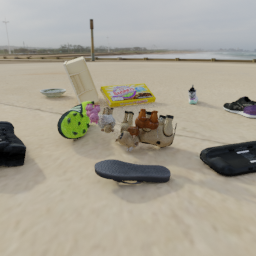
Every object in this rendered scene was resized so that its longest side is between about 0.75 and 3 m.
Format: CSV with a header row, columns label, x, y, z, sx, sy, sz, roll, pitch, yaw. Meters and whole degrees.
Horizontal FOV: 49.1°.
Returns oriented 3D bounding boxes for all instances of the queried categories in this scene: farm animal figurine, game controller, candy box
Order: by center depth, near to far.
label,x,y,z,sx,sy,sz,roll,pitch,yaw
game controller,3.179,0.800,7.613,2.370,0.499,1.236,-7,33,-19
farm animal figurine,0.003,0.070,8.786,2.561,1.288,2.068,8,-1,34
candy box,0.020,-1.822,15.165,2.781,0.367,1.421,-9,47,-29

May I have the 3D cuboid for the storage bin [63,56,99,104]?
label,x,y,z,sx,sy,sz,roll,pitch,yaw
storage bin,-2.541,-2.620,15.496,1.147,2.429,2.447,-21,19,-4

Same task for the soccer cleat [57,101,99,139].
label,x,y,z,sx,sy,sz,roll,pitch,yaw
soccer cleat,-2.010,-0.237,10.290,1.211,1.008,2.987,-18,14,16

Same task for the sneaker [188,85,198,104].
label,x,y,z,sx,sy,sz,roll,pitch,yaw
sneaker,3.580,-1.913,15.395,0.533,0.960,1.372,-5,15,13

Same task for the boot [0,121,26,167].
label,x,y,z,sx,sy,sz,roll,pitch,yaw
boot,-4.192,0.479,8.024,2.117,0.843,2.569,-11,24,-26

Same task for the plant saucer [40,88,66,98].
label,x,y,z,sx,sy,sz,roll,pitch,yaw
plant saucer,-4.582,-2.133,17.182,1.575,0.395,1.575,-1,17,0

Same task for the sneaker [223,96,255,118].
label,x,y,z,sx,sy,sz,roll,pitch,yaw
sneaker,5.256,-1.090,12.924,0.745,0.862,1.969,-8,19,-25

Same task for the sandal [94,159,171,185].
label,x,y,z,sx,sy,sz,roll,pitch,yaw
sandal,0.102,1.128,6.614,1.826,0.391,0.694,8,23,-7
